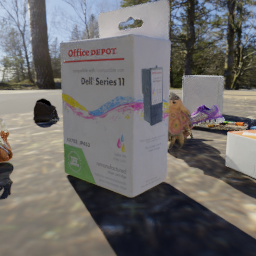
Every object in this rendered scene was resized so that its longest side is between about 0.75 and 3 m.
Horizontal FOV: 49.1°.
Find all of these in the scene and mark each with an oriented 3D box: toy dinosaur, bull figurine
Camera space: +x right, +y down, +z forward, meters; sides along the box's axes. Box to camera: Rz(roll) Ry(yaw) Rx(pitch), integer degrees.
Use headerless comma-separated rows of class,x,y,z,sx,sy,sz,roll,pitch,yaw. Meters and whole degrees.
toy dinosaur,1.218,-0.163,7.697,2.031,1.286,2.996,20,5,38
bull figurine,-3.198,0.294,5.588,1.710,1.038,0.557,3,32,-11

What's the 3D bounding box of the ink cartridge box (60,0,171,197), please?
ink cartridge box,-0.254,-0.565,4.641,1.706,2.913,0.980,9,13,41

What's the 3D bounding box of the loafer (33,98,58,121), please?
loafer,-3.601,-0.874,12.362,0.913,0.892,2.502,-2,10,-10

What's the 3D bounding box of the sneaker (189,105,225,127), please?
sneaker,2.551,-0.444,9.968,1.654,0.731,0.665,-9,8,32

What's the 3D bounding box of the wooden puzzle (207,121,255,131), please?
wooden puzzle,3.695,-0.120,10.037,1.841,0.215,1.242,4,11,19

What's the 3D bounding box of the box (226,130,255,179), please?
box,2.574,0.504,4.968,0.897,0.703,1.443,-4,10,-20

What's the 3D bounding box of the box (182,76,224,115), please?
box,3.599,-1.600,13.626,1.892,1.883,1.621,2,10,14
